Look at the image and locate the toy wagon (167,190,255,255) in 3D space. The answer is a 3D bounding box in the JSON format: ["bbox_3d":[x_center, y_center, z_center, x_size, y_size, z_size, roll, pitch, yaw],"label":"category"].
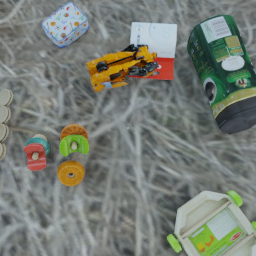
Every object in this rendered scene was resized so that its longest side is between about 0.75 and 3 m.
[{"bbox_3d":[2.310,2.890,6.767,2.049,0.522,2.640,-33,77,-9],"label":"toy wagon"}]

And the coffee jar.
[{"bbox_3d":[2.664,-1.369,7.497,1.265,1.546,2.965,-16,75,-4],"label":"coffee jar"}]

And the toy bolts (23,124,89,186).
[{"bbox_3d":[-1.859,0.639,7.401,1.606,1.114,1.534,-2,114,-10],"label":"toy bolts"}]

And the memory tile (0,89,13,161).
[{"bbox_3d":[-3.661,-0.062,7.374,1.475,0.162,1.924,-6,72,25],"label":"memory tile"}]

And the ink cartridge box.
[{"bbox_3d":[0.735,-2.316,8.365,1.361,0.402,1.700,4,73,2],"label":"ink cartridge box"}]

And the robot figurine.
[{"bbox_3d":[-0.124,-1.719,7.889,1.989,0.579,1.442,-16,49,-2],"label":"robot figurine"}]

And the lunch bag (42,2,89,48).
[{"bbox_3d":[-1.898,-3.182,8.586,1.315,0.497,1.054,-40,75,-10],"label":"lunch bag"}]
